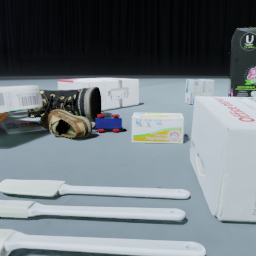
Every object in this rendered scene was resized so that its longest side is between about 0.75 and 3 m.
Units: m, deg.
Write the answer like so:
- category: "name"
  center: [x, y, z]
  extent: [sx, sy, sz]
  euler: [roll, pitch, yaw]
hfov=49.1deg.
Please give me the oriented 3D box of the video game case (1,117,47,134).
- category: "video game case"
  center: [-2.769, -0.091, 7.827]
  extent: [1.305, 0.155, 1.188]
  euler: [-7, 15, -31]

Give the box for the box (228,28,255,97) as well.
- category: "box"
  center: [3.661, -1.336, 7.724]
  extent: [1.616, 2.600, 1.931]
  euler: [4, 13, 16]

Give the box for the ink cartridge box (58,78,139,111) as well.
- category: "ink cartridge box"
  center: [-1.165, -1.447, 11.528]
  extent: [2.030, 1.147, 2.771]
  euler: [11, 17, 40]

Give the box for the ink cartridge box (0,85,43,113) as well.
- category: "ink cartridge box"
  center: [-3.637, -0.551, 6.459]
  extent: [2.519, 0.631, 2.027]
  euler: [-6, 8, 22]

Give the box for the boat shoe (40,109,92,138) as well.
- category: "boat shoe"
  center: [-1.621, -0.091, 6.829]
  extent: [1.610, 0.609, 0.594]
  euler: [8, 18, 34]

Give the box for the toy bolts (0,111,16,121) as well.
- category: "toy bolts"
  center: [-4.830, -1.121, 8.005]
  extent: [2.489, 2.377, 1.726]
  euler: [-13, 9, -2]

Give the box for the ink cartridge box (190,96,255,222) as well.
- category: "ink cartridge box"
  center: [2.378, 0.271, 3.768]
  extent: [2.746, 1.150, 1.992]
  euler: [1, 16, 3]

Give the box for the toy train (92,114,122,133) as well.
- category: "toy train"
  center: [-0.713, -0.127, 7.407]
  extent: [1.108, 0.469, 0.641]
  euler: [0, 2, -1]

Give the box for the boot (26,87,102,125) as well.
- category: "boot"
  center: [-1.931, -0.706, 8.367]
  extent: [2.244, 1.090, 2.980]
  euler: [0, 9, -3]

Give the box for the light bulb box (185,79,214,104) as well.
- category: "light bulb box"
  center: [3.158, -1.613, 12.443]
  extent: [1.086, 1.076, 0.678]
  euler: [0, 12, -6]

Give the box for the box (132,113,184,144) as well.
- category: "box"
  center: [0.683, -0.011, 6.448]
  extent: [1.159, 0.587, 0.652]
  euler: [1, 13, 5]

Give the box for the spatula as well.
- category: "spatula"
  center: [-0.580, 0.975, 3.111]
  extent: [2.655, 0.213, 1.846]
  euler: [2, 7, 6]
